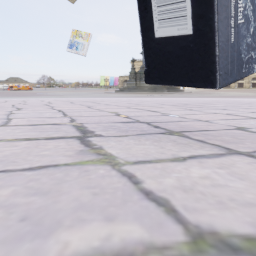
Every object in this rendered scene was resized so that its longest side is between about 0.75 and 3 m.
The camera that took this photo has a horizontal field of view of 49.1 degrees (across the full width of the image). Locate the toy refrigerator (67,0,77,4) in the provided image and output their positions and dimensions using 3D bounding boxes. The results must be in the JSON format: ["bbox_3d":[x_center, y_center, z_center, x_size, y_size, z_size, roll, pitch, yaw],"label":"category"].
[{"bbox_3d":[-1.496,-3.702,6.307,0.655,1.871,0.710,-36,-34,28],"label":"toy refrigerator"}]

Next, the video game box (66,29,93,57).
[{"bbox_3d":[-1.960,-3.427,11.257,0.863,0.947,0.222,18,5,14],"label":"video game box"}]

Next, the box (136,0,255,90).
[{"bbox_3d":[1.702,-2.458,5.204,2.876,2.828,1.689,-24,26,-36],"label":"box"}]
